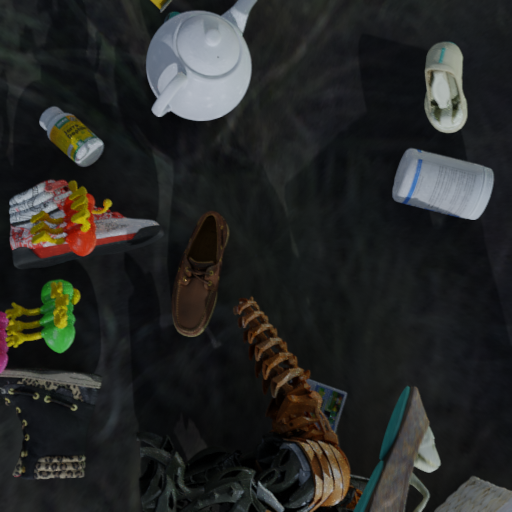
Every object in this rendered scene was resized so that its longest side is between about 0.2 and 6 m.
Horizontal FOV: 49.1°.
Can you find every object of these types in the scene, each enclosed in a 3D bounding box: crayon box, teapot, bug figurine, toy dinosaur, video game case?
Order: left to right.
[{"bbox_3d":[-3.838,0.452,9.180,3.665,0.943,2.842,-22,59,21],"label":"bug figurine"},{"bbox_3d":[-1.210,-3.852,7.818,0.658,1.046,0.270,-40,122,19],"label":"crayon box"},{"bbox_3d":[-0.983,-3.562,10.165,2.100,1.554,2.127,-7,85,-18],"label":"teapot"},{"bbox_3d":[0.145,3.669,8.726,3.777,2.843,5.565,-6,61,-15],"label":"toy dinosaur"},{"bbox_3d":[0.944,2.747,9.761,0.997,0.120,1.094,19,78,4],"label":"video game case"}]

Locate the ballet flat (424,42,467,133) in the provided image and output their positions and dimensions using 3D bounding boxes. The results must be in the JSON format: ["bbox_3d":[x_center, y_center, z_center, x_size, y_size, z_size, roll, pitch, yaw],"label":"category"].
[{"bbox_3d":[2.786,-2.301,8.311,0.630,1.812,0.630,-12,55,18],"label":"ballet flat"}]

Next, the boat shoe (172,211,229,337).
[{"bbox_3d":[-1.034,0.276,9.960,0.823,0.772,2.287,12,78,3],"label":"boat shoe"}]

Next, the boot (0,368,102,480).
[{"bbox_3d":[-3.838,2.779,9.412,2.326,0.851,1.751,3,77,-5],"label":"boot"}]

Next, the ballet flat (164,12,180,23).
[{"bbox_3d":[-1.706,-4.052,11.058,0.545,0.545,1.467,14,80,3],"label":"ballet flat"}]

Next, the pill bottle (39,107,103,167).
[{"bbox_3d":[-3.506,-2.273,10.579,1.147,0.647,0.647,42,81,9],"label":"pill bottle"}]

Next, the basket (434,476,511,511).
[{"bbox_3d":[3.561,5.240,8.140,2.772,2.230,2.748,-41,81,-9],"label":"basket"}]

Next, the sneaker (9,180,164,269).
[{"bbox_3d":[-3.115,-0.728,10.107,2.719,0.908,1.457,-11,81,0],"label":"sneaker"}]

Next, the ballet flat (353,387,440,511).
[{"bbox_3d":[1.647,2.371,6.240,0.657,0.665,1.954,27,53,12],"label":"ballet flat"}]

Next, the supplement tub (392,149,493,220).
[{"bbox_3d":[3.357,-1.302,10.191,1.532,1.010,1.010,15,78,3],"label":"supplement tub"}]
